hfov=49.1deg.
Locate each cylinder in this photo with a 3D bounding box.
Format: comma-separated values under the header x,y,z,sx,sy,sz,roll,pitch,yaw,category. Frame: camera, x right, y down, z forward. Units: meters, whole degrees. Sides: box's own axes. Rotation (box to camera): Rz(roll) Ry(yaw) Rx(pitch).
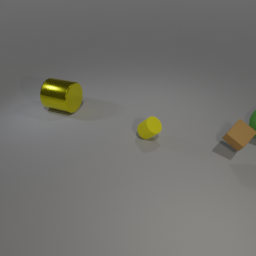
x,y,z,sx,sy,sz,roll,pitch,yaw,category
0.825,-0.002,10.782,0.700,0.700,0.700,13,63,-27,cylinder
-3.008,-1.493,12.757,1.400,1.400,1.400,12,34,20,cylinder

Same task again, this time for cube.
x,y,z,sx,sy,sz,roll,pitch,yaw,category
3.742,0.249,9.441,0.700,0.700,0.700,42,82,15,cube

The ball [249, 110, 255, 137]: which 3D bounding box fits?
x,y,z,sx,sy,sz,roll,pitch,yaw,category
5.256,-0.169,10.389,1.400,1.400,1.400,0,32,0,ball
